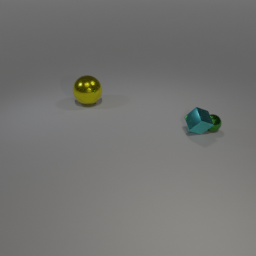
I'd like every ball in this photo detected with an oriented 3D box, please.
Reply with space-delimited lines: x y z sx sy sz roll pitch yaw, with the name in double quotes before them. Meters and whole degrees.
"ball" 3.363 -0.201 11.156 0.700 0.700 0.700 0 29 0
"ball" -1.923 -1.803 13.333 1.400 1.400 1.400 0 29 0

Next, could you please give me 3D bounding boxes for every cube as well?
"cube" 2.737 -0.273 10.816 0.700 0.700 0.700 13 49 -33
